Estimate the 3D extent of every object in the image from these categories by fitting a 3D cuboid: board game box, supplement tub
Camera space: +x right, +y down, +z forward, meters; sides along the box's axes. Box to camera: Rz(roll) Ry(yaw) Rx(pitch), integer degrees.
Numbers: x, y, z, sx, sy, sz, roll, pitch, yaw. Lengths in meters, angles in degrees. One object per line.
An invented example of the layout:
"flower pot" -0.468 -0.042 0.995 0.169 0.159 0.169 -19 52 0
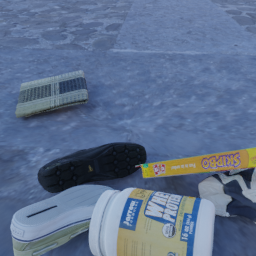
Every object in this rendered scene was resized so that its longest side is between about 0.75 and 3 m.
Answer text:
"board game box" 1.443 0.664 5.238 1.248 0.392 2.612 2 -11 -43
"supplement tub" 0.405 1.618 4.338 1.727 1.249 1.249 4 34 20

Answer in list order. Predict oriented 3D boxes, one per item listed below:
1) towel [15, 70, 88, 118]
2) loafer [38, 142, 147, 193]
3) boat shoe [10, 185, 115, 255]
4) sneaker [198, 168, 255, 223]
"towel" -2.425 -1.099 9.028 2.247 0.388 2.164 -13 37 -5
"loafer" -0.727 0.759 6.045 2.393 0.813 0.840 -12 9 -25
"boat shoe" -1.028 1.553 4.926 0.787 0.678 2.187 26 20 38
"sneaker" 2.695 1.163 5.080 1.567 0.961 2.408 -24 13 -35
